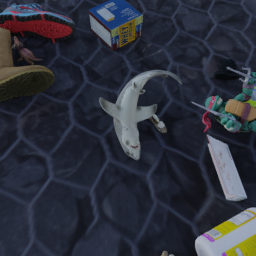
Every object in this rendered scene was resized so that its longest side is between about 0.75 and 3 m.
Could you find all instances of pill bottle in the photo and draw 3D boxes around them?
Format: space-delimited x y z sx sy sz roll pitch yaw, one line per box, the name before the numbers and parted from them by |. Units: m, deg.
pill bottle | 2.655 2.512 6.254 2.107 1.099 1.099 -23 61 -13

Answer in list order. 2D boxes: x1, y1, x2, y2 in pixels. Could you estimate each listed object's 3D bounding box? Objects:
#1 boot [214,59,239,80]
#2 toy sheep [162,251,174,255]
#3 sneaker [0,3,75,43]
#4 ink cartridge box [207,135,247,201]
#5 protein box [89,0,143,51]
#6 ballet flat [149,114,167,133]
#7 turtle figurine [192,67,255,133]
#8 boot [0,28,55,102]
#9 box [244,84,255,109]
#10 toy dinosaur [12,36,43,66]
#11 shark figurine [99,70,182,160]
boot | 3.278 -2.000 9.468 0.912 0.338 0.748 1 60 -8
toy sheep | 0.921 3.166 5.927 1.497 1.032 1.032 21 61 16
sneaker | -3.273 -4.101 10.290 2.910 1.154 1.390 10 57 6
ink cartridge box | 2.376 1.029 7.054 0.332 1.325 1.526 -30 58 32
protein box | -0.437 -3.827 10.225 1.386 0.942 1.396 -33 64 -18
ballet flat | 0.883 -0.183 8.376 0.266 0.296 0.786 -29 63 -21
turtle figurine | 3.305 -0.516 7.890 2.937 1.479 2.199 22 64 9
boot | -3.967 -2.354 9.338 2.548 0.962 2.909 -16 59 -9
box | 4.095 -1.052 8.918 0.745 0.291 1.223 20 61 11
toy dinosaur | -3.508 -2.571 9.553 1.162 0.788 0.499 28 62 16
shark figurine | 0.128 -0.857 8.382 1.901 1.327 3.181 36 68 -18
